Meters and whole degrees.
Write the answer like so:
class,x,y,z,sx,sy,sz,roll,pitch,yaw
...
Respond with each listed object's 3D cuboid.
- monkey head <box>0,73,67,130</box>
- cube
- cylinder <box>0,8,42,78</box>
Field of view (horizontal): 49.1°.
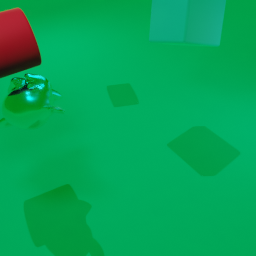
class,x,y,z,sx,sy,sz,roll,pitch,yaw
monkey head,-1.781,-0.430,5.449,1.656,1.191,0.998,-10,76,25
cube,1.473,-2.782,7.064,1.309,1.309,1.309,-7,19,-35
cylinder,-2.459,-1.615,5.481,1.146,1.146,1.146,-25,47,-19
